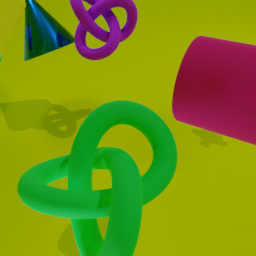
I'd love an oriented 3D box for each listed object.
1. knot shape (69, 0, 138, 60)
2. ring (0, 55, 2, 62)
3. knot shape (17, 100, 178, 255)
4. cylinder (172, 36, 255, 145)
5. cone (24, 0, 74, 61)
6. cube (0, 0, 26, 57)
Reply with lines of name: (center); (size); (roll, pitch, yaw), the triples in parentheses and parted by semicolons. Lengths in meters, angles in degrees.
knot shape: (-0.694, -2.536, 6.439); (1.704, 0.788, 1.595); (-46, 106, -14)
ring: (-4.345, -2.203, 7.323); (1.985, 0.397, 1.985); (20, 55, -30)
knot shape: (-0.349, 0.472, 2.597); (1.408, 0.695, 1.505); (0, 57, 30)
cylinder: (1.255, -0.465, 3.420); (1.110, 1.110, 1.110); (19, 51, 23)
cone: (-2.199, -2.614, 6.919); (1.450, 1.456, 1.450); (-18, 21, 7)
cube: (-3.098, -2.367, 5.408); (1.313, 1.313, 1.313); (26, 89, 14)
